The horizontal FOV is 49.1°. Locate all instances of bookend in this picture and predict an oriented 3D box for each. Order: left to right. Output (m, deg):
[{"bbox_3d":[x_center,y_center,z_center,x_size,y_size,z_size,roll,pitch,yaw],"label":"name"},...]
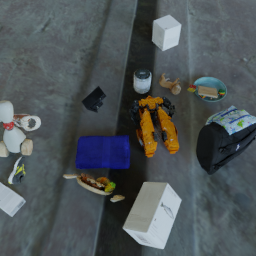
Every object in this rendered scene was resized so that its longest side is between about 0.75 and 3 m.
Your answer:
[{"bbox_3d":[-1.072,-0.989,9.903,0.827,0.832,0.383,-40,74,11],"label":"bookend"}]

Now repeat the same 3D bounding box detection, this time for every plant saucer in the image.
[{"bbox_3d":[3.752,-1.728,12.932,1.523,0.274,1.523,0,55,0],"label":"plant saucer"}]

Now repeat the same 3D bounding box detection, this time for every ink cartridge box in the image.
[{"bbox_3d":[-4.338,2.503,9.933,1.232,0.310,0.671,27,59,19],"label":"ink cartridge box"}]

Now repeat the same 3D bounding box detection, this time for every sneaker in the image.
[{"bbox_3d":[-4.050,1.622,10.541,0.466,0.410,1.102,14,65,3],"label":"sneaker"}]

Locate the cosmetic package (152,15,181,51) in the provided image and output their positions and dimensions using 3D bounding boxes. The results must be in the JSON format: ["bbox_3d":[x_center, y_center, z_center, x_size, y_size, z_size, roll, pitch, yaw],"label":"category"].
[{"bbox_3d":[1.986,-4.945,14.593,1.042,1.253,1.048,-26,59,-17],"label":"cosmetic package"}]

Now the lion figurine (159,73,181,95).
[{"bbox_3d":[1.916,-2.033,13.094,1.361,0.493,0.833,22,64,31],"label":"lion figurine"}]

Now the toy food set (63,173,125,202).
[{"bbox_3d":[-1.117,1.888,9.753,2.089,1.442,0.419,22,88,15],"label":"toy food set"}]

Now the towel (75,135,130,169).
[{"bbox_3d":[-0.956,0.970,10.939,2.068,0.512,1.527,0,49,0],"label":"towel"}]

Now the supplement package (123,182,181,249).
[{"bbox_3d":[0.812,2.737,8.970,1.025,1.021,1.747,-9,41,43],"label":"supplement package"}]

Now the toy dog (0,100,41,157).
[{"bbox_3d":[-4.303,-0.027,10.674,1.682,2.550,1.228,16,35,-18],"label":"toy dog"}]

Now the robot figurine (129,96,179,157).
[{"bbox_3d":[1.099,-0.180,11.528,1.959,0.786,2.702,-7,56,-5],"label":"robot figurine"}]

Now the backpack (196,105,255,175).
[{"bbox_3d":[3.786,0.251,10.528,2.607,2.126,2.004,-16,43,-18],"label":"backpack"}]

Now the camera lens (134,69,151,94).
[{"bbox_3d":[0.651,-2.159,12.804,0.776,0.970,0.776,0,55,0],"label":"camera lens"}]

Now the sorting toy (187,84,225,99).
[{"bbox_3d":[3.492,-1.557,12.593,1.707,0.289,0.823,11,34,5],"label":"sorting toy"}]
